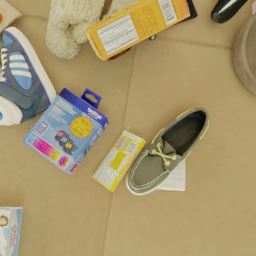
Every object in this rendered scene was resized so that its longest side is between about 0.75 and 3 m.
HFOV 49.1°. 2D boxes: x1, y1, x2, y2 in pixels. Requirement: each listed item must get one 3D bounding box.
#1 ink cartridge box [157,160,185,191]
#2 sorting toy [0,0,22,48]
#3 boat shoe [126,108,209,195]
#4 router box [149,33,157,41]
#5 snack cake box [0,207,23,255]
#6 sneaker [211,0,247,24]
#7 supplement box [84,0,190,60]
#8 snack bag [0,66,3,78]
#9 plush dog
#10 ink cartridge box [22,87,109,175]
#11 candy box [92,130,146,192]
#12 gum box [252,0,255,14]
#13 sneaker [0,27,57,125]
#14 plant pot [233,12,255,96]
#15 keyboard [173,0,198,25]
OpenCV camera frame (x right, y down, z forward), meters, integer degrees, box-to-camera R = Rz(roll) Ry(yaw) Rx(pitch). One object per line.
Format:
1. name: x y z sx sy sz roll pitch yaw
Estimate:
1. ink cartridge box: 1.083 1.091 7.779 0.987 0.307 1.226 4 67 1
2. sorting toy: -4.180 -2.956 8.123 2.094 0.417 2.832 -44 66 -11
3. boat shoe: 1.052 0.545 7.374 1.040 0.870 2.910 43 74 15
4. router box: 0.679 -2.918 8.144 0.198 0.777 0.580 -10 96 3
5. snack cake box: -3.560 3.220 7.035 1.370 0.801 2.383 1 79 2
6. sneaker: 3.135 -4.241 8.579 1.130 0.878 2.511 42 77 13
7. supplement box: 0.209 -2.627 6.991 2.499 0.831 0.860 -26 115 -4
8. snack bag: -4.471 -0.902 7.935 2.180 0.247 2.312 -21 86 -17
9. plush dog: -0.747 -3.325 7.773 2.519 2.353 2.933 15 79 -14
10. ink cartridge box: -1.550 -0.049 7.700 1.489 0.833 2.183 34 78 6
11. candy box: -0.249 0.857 7.605 0.820 0.212 1.604 25 77 47
12. gum box: 4.323 -3.238 8.507 0.840 0.489 1.480 2 79 0
13. sneaker: -3.372 -1.364 7.641 1.959 1.078 2.676 -29 85 -24
14. plant pot: 4.543 -2.183 6.999 2.978 2.584 2.978 0 90 2
15. keyboard: 0.985 -3.702 8.717 2.123 0.272 1.275 -19 88 -4
